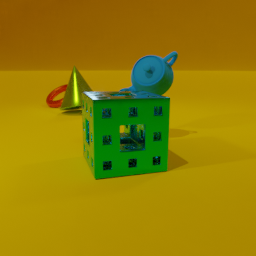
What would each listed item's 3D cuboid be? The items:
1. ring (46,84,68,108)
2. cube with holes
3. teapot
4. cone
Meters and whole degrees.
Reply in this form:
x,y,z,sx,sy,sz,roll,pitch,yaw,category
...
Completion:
x,y,z,sx,sy,sz,roll,pitch,yaw,category
-2.927,-1.440,12.386,1.499,0.300,1.499,-15,39,12,ring
-0.105,0.028,5.124,1.281,1.281,1.281,-3,13,-17,cube with holes
0.495,-1.240,6.686,1.689,1.050,0.827,-37,-21,6,teapot
-1.926,-1.592,10.715,1.615,1.621,1.615,-9,1,0,cone
